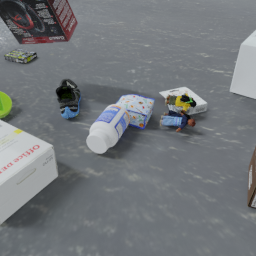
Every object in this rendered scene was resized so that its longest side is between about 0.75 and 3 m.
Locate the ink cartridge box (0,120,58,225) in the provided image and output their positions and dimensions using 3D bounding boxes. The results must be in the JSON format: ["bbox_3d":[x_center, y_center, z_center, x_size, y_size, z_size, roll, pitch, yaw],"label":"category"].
[{"bbox_3d":[-3.307,0.863,6.847,2.567,1.071,1.863,21,41,26],"label":"ink cartridge box"}]

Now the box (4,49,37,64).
[{"bbox_3d":[-5.113,-3.423,13.344,1.193,0.264,0.955,15,39,19],"label":"box"}]

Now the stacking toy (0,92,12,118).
[{"bbox_3d":[-5.303,-0.636,9.355,2.274,1.061,2.512,37,51,3],"label":"stacking toy"}]

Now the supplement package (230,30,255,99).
[{"bbox_3d":[5.058,-2.394,10.508,1.507,1.960,2.049,22,42,27],"label":"supplement package"}]

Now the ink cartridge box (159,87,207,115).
[{"bbox_3d":[1.920,-0.954,9.982,1.151,0.340,1.438,-14,36,-17],"label":"ink cartridge box"}]

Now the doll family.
[{"bbox_3d":[1.692,-0.546,8.987,1.070,0.727,1.852,8,61,15],"label":"doll family"}]

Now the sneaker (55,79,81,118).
[{"bbox_3d":[-2.078,-1.213,9.799,0.768,0.897,2.166,-10,37,-5],"label":"sneaker"}]

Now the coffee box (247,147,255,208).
[{"bbox_3d":[4.136,1.282,6.343,2.498,0.996,1.429,13,38,16],"label":"coffee box"}]

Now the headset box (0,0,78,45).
[{"bbox_3d":[-2.995,-3.819,8.790,2.028,2.729,1.024,3,57,21],"label":"headset box"}]

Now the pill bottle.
[{"bbox_3d":[-0.586,0.031,8.162,0.860,0.860,1.535,13,39,17],"label":"pill bottle"}]

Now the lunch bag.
[{"bbox_3d":[0.152,-0.593,9.131,1.191,0.738,1.013,18,40,10],"label":"lunch bag"}]
